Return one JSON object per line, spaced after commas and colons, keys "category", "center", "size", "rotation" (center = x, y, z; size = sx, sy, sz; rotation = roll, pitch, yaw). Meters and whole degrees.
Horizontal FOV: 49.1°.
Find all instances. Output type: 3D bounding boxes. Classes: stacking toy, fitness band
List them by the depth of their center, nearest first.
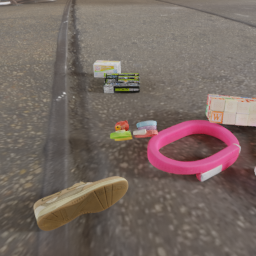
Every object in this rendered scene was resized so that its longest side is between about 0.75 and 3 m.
{"category": "stacking toy", "center": [0.119, -0.020, 7.895], "size": [1.338, 0.565, 1.211], "rotation": [-9, -9, 17]}
{"category": "fitness band", "center": [1.918, 0.531, 8.114], "size": [2.873, 0.538, 2.063], "rotation": [-20, 37, -31]}

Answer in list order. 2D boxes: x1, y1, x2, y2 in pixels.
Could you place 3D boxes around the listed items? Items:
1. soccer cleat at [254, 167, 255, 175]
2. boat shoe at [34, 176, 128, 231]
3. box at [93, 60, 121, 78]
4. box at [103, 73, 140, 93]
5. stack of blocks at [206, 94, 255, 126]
{"category": "soccer cleat", "center": [3.652, 1.307, 6.761], "size": [0.584, 0.626, 1.711], "rotation": [-3, 32, -5]}
{"category": "boat shoe", "center": [-1.032, 1.510, 6.314], "size": [2.139, 0.762, 0.690], "rotation": [-17, 36, -23]}
{"category": "box", "center": [-0.989, -2.793, 13.321], "size": [1.193, 0.671, 0.605], "rotation": [4, 32, 9]}
{"category": "box", "center": [-0.258, -2.000, 12.346], "size": [1.573, 0.374, 1.519], "rotation": [-1, 30, 0]}
{"category": "stack of blocks", "center": [3.983, -0.568, 9.232], "size": [2.588, 0.758, 1.490], "rotation": [6, 13, 8]}
